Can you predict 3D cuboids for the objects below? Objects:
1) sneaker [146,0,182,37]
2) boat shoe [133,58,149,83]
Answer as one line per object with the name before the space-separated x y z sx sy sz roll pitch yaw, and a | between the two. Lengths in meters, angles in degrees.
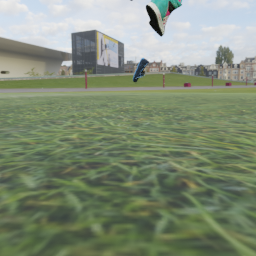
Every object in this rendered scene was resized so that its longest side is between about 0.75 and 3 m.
sneaker | 1.327 -4.155 9.920 1.239 0.858 2.052 -43 -11 4
boat shoe | 0.544 -2.405 12.044 0.424 1.235 0.519 27 49 3
